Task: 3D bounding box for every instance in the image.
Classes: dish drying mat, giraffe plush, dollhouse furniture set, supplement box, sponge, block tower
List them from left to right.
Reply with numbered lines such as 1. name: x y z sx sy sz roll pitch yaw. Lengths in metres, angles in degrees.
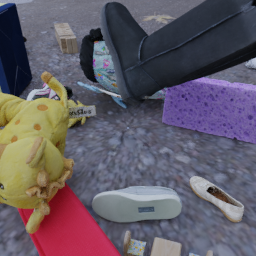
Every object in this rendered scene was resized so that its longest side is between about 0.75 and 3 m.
1. supplement box: -4.904 -2.399 8.921 2.687 2.690 1.806 3 36 4
2. giraffe plush: -1.856 0.551 5.015 2.763 2.384 2.241 -20 36 4
3. block tower: -2.993 -4.329 13.323 0.705 0.755 2.612 -11 36 -16
4. dish drying mat: -0.995 1.851 4.595 1.123 0.266 2.924 -49 47 -4
5. giraffe plush: -1.471 -0.466 8.047 0.909 0.785 0.737 -3 13 12
6. dollhouse furniture set: 0.464 2.199 3.991 1.382 0.979 1.505 10 37 13
7. sponge: 2.290 -0.535 7.368 2.677 1.493 0.399 13 37 18

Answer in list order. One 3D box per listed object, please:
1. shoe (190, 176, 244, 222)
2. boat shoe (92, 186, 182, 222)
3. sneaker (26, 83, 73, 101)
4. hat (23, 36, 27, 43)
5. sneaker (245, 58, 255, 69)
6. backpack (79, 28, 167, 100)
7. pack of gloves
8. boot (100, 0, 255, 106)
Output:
1. shoe: 1.797 1.349 5.717 0.454 0.346 1.298 -23 42 -29
2. boat shoe: 0.176 1.443 5.501 1.706 0.595 0.607 0 14 4
3. sneaker: -2.266 -0.827 8.349 0.921 0.857 2.134 6 37 7
4. hat: -5.939 -3.979 12.118 2.898 1.169 2.898 25 -2 1
5. sneaker: 5.180 -2.753 11.344 0.697 0.455 1.212 15 42 15
6. backpack: 0.150 -1.917 8.769 2.857 1.809 2.384 11 8 10
7. pack of gloves: -0.634 -0.971 8.672 1.804 0.356 1.516 23 10 32
8. boot: 0.851 -1.822 4.904 2.654 2.188 0.871 -21 -9 36
